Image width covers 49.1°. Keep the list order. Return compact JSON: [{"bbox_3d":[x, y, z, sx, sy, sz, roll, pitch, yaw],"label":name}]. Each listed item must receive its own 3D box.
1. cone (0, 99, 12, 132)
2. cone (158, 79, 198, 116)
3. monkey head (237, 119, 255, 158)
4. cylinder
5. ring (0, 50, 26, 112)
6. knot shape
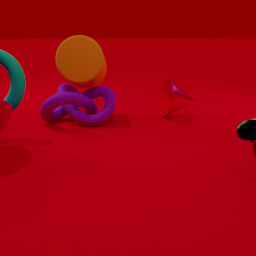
[{"bbox_3d":[-3.393,-0.492,5.505,1.490,1.484,1.484,44,32,8],"label":"cone"},{"bbox_3d":[1.563,-0.811,8.174,1.057,1.053,1.053,7,17,-16],"label":"cone"},{"bbox_3d":[2.774,0.208,4.563,1.936,1.393,1.166,26,9,12],"label":"monkey head"},{"bbox_3d":[-1.269,-1.805,7.886,1.252,1.252,1.252,0,1,-1],"label":"cylinder"},{"bbox_3d":[-3.078,-1.000,6.343,1.577,1.577,0.315,3,2,8],"label":"ring"},{"bbox_3d":[-1.491,-0.642,7.699,1.893,0.935,2.023,-16,25,-38],"label":"knot shape"}]
